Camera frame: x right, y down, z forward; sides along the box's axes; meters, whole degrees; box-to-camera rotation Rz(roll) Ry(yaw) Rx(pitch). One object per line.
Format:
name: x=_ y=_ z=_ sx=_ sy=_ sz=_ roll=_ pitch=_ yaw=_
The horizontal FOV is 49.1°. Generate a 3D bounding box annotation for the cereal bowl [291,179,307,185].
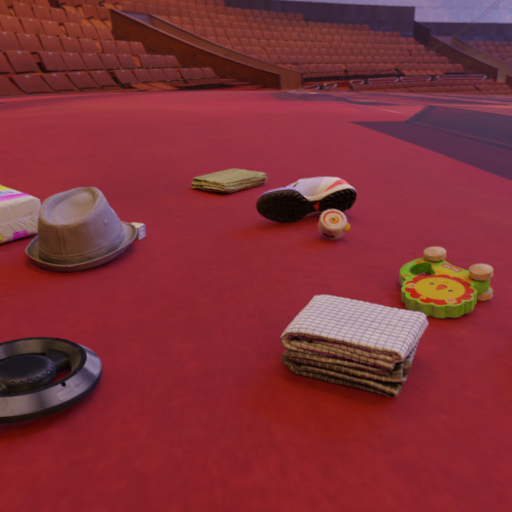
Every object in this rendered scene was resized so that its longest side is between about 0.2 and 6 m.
cereal bowl: x=1.367 y=-1.562 z=13.969 sx=1.447 sy=0.602 sz=1.447 roll=1 pitch=22 yaw=0

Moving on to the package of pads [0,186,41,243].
package of pads: x=-6.084 y=-0.745 z=11.346 sx=2.092 sy=0.923 sz=2.707 roll=18 pitch=27 yaw=38

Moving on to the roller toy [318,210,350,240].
roller toy: x=1.573 y=-0.648 z=11.524 sx=0.558 sy=0.428 sz=0.612 roll=-23 pitch=60 yaw=-15

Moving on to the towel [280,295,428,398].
towel: x=1.234 y=1.073 z=6.993 sx=1.568 sy=0.671 sz=1.299 roll=8 pitch=21 yaw=25

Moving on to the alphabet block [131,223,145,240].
alphabet block: x=-2.501 y=-0.512 z=11.646 sx=0.286 sy=0.281 sz=0.279 roll=7 pitch=22 yaw=19

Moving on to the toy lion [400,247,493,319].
toy lion: x=2.874 y=0.472 z=8.905 sx=1.479 sy=0.530 sz=1.543 roll=-19 pitch=27 yaw=-24

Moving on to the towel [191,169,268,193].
towel: x=-0.742 y=-2.105 z=15.749 sx=1.429 sy=0.351 sz=1.926 roll=16 pitch=27 yaw=38

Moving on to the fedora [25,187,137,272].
fedora: x=-3.341 y=-0.640 z=10.570 sx=2.013 sy=1.028 sz=2.276 roll=3 pitch=29 yaw=10

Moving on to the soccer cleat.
soccer cleat: x=1.061 y=-1.358 z=12.826 sx=2.459 sy=0.839 sz=0.900 roll=-10 pitch=39 yaw=-20

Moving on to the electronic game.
electronic game: x=-2.692 y=1.401 z=6.480 sx=1.752 sy=0.365 sz=1.752 roll=1 pitch=17 yaw=0
